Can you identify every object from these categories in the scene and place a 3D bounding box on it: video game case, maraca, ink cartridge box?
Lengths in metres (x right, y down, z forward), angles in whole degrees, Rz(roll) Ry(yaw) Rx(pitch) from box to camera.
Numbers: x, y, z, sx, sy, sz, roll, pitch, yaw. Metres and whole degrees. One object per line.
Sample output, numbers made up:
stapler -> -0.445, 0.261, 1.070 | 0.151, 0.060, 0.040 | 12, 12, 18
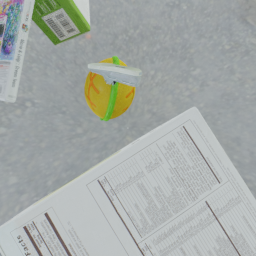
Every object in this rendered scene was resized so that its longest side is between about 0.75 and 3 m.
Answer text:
video game case -> -2.359, -1.371, 4.849 | 1.867, 0.221, 1.699 | 11, 91, 37
maraca -> -0.438, -0.819, 6.272 | 1.086, 2.030, 1.392 | 10, 83, -11
ink cartridge box -> -1.646, -3.353, 5.992 | 0.930, 1.815, 2.456 | -17, 58, 16

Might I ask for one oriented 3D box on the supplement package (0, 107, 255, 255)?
supplement package -> 0.104, 1.381, 4.056 | 2.709, 2.056, 2.041 | -32, 87, -8

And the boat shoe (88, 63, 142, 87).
boat shoe -> -0.241, -0.863, 4.619 | 0.949, 0.338, 0.331 | 13, 23, 17
